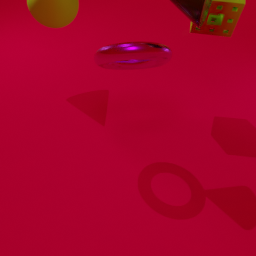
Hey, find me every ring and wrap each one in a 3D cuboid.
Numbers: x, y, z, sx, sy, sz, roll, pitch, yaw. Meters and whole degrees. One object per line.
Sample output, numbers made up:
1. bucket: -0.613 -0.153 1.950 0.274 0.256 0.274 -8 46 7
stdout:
1. ring: 0.099 -1.408 5.581 1.554 0.311 1.554 -3 4 0

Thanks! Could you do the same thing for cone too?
1. cone: -2.007 -3.593 7.495 1.460 1.460 1.465 -13 10 -12
2. cone: 0.893 -2.439 4.866 1.113 1.109 1.109 21 49 14

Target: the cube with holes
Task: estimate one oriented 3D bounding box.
1. cube with holes: 2.099 -2.948 6.665 0.998 0.998 0.998 8 65 5
